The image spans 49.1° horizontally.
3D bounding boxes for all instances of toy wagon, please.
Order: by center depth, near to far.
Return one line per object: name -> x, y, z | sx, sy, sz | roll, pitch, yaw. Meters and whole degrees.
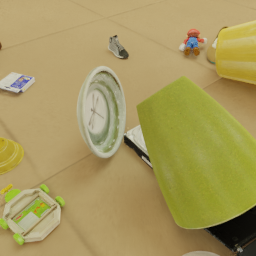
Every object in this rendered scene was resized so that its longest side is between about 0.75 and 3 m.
toy wagon -> -2.337, 1.876, 6.532 | 1.641, 0.325, 1.274 | 28, 49, 27

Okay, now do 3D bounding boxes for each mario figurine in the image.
mario figurine -> 2.909, -3.697, 12.444 | 0.992, 0.852, 1.607 | 29, 50, -13

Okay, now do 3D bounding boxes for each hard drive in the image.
hard drive -> 1.183, 0.229, 8.247 | 2.206, 0.417, 1.541 | -27, 49, -27

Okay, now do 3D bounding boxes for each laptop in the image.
laptop -> 2.968, 2.370, 6.132 | 2.432, 1.417, 2.744 | -21, 21, -22

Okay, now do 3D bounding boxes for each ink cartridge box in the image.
ink cartridge box -> -4.192, -1.632, 10.381 | 1.049, 0.249, 1.061 | 15, 47, 14

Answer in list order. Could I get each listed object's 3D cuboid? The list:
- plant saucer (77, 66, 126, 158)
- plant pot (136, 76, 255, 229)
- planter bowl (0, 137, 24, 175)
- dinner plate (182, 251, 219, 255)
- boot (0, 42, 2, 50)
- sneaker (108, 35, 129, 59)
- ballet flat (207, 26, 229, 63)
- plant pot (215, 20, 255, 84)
plant saucer -> -0.789, -0.416, 7.578 | 0.611, 2.435, 2.435 | 0, 40, 24
plant pot -> 1.351, 0.291, 5.925 | 2.398, 2.398, 2.563 | -33, 91, -30
planter bowl -> -3.604, 0.636, 7.707 | 1.301, 0.542, 1.301 | 0, 42, 0
dinner plate -> 1.527, 3.136, 5.281 | 1.690, 0.205, 1.690 | 0, 44, 0
boot -> -6.168, -3.335, 12.048 | 0.781, 0.547, 1.457 | 3, 36, 11
sneaker -> -0.452, -3.560, 12.049 | 0.502, 0.773, 1.339 | -28, 49, -27
ballet flat -> 4.001, -3.715, 12.205 | 0.859, 0.788, 2.502 | 16, 45, 14
plant pot -> 4.619, -2.668, 9.938 | 2.577, 2.739, 2.739 | 7, 41, 31
